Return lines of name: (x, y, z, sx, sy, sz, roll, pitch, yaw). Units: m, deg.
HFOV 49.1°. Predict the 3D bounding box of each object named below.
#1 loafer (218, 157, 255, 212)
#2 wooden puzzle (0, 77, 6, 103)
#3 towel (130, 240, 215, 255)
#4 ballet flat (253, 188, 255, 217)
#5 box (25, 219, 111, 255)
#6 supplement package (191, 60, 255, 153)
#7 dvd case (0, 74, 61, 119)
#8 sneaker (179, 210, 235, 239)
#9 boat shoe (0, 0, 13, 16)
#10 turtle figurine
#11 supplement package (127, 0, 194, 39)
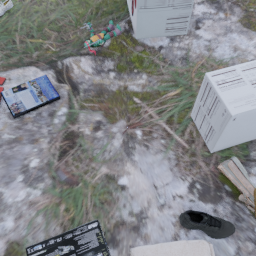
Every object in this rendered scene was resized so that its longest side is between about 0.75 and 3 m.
loafer: (2.872, 1.552, 6.932, 0.554, 0.633, 1.762, -26, 55, 4)
wooden puzzle: (-4.630, -0.708, 8.492, 1.424, 0.169, 2.401, -2, 59, -1)
towel: (1.038, 3.140, 6.052, 1.887, 0.325, 1.250, -6, 58, -3)
ballet flat: (3.766, 1.772, 6.367, 2.728, 0.987, 0.925, 4, 11, -35)
box: (-1.163, 2.928, 5.955, 1.625, 0.700, 1.331, -19, 60, -11)
supplement package: (3.209, -0.631, 7.420, 2.446, 1.905, 1.356, -15, 60, -9)
dvd case: (-2.999, -0.997, 8.632, 1.515, 0.133, 1.081, -27, 64, -20)
sneaker: (1.854, 2.209, 6.475, 1.281, 0.581, 0.486, 10, 57, 5)
boat shoe: (-4.859, -4.680, 10.784, 0.351, 0.405, 0.951, 33, 64, 18)
turtle figurine: (-0.971, -2.992, 9.136, 1.437, 0.723, 1.076, -32, 68, -18)
supplement package: (1.040, -5.027, 9.670, 1.963, 2.669, 2.553, -7, 58, -4)
